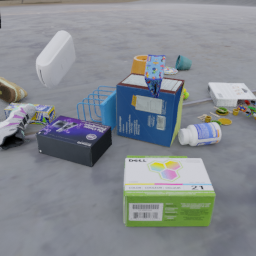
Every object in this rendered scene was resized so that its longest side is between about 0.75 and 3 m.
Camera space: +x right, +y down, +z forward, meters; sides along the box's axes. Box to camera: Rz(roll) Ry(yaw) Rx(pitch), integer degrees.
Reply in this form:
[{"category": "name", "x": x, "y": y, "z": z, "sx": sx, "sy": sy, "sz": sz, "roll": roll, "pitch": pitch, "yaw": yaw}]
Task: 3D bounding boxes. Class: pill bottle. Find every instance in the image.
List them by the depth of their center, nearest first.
[{"category": "pill bottle", "x": 2.294, "y": 0.214, "z": 9.046, "sx": 1.235, "sy": 0.692, "sz": 0.692, "roll": -6, "pitch": 31, "yaw": -11}]

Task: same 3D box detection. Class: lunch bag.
[{"category": "lunch bag", "x": 0.736, "y": -1.323, "z": 7.447, "sx": 0.477, "sy": 1.015, "sz": 0.764, "roll": 5, "pitch": 66, "yaw": 11}]

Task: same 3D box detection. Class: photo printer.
[{"category": "photo printer", "x": -2.525, "y": -2.312, "z": 9.785, "sx": 0.598, "sy": 1.433, "sz": 1.722, "roll": 24, "pitch": 65, "yaw": 8}]

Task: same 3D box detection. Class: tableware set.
[{"category": "tableware set", "x": 3.565, "y": -0.475, "z": 10.682, "sx": 1.641, "sy": 0.252, "sz": 1.105, "roll": -17, "pitch": 34, "yaw": -28}]

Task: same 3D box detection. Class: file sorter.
[{"category": "file sorter", "x": -0.941, "y": -0.680, "z": 10.122, "sx": 1.075, "sy": 1.216, "sz": 1.752, "roll": 7, "pitch": 30, "yaw": 19}]

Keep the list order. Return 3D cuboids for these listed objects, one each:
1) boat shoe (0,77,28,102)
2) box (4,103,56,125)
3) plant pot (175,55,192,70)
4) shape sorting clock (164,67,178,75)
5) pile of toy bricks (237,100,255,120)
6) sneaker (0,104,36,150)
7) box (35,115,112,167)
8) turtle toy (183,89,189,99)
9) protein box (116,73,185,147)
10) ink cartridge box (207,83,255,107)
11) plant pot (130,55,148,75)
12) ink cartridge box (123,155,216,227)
[{"category": "boat shoe", "x": -5.475, "y": -1.777, "z": 12.481, "sx": 2.637, "sy": 0.945, "sz": 1.004, "roll": 30, "pitch": 27, "yaw": 30}, {"category": "box", "x": -3.639, "y": -0.530, "z": 10.473, "sx": 1.720, "sy": 0.553, "sz": 0.603, "roll": 5, "pitch": 31, "yaw": 7}, {"category": "plant pot", "x": 3.125, "y": -3.593, "z": 15.638, "sx": 0.753, "sy": 0.802, "sz": 0.802, "roll": 12, "pitch": 29, "yaw": -8}, {"category": "shape sorting clock", "x": 2.210, "y": -3.164, "z": 15.381, "sx": 1.034, "sy": 0.203, "sz": 1.034, "roll": 0, "pitch": 30, "yaw": 0}, {"category": "pile of toy bricks", "x": 4.797, "y": -0.604, "z": 10.681, "sx": 0.622, "sy": 0.554, "sz": 1.122, "roll": -47, "pitch": 36, "yaw": -2}, {"category": "sneaker", "x": -3.545, "y": 0.049, "z": 9.248, "sx": 1.360, "sy": 0.756, "sz": 1.944, "roll": 27, "pitch": 58, "yaw": 30}, {"category": "box", "x": -1.653, "y": 0.357, "z": 8.765, "sx": 1.926, "sy": 0.760, "sz": 1.360, "roll": 12, "pitch": 35, "yaw": 19}, {"category": "turtle toy", "x": 2.233, "y": -1.445, "z": 12.126, "sx": 0.924, "sy": 0.467, "sz": 0.674, "roll": -11, "pitch": 8, "yaw": -24}, {"category": "protein box", "x": 0.723, "y": -0.643, "z": 9.313, "sx": 1.905, "sy": 1.891, "sz": 1.285, "roll": 12, "pitch": 32, "yaw": 20}, {"category": "ink cartridge box", "x": 4.490, "y": -1.486, "z": 12.282, "sx": 1.621, "sy": 0.407, "sz": 1.868, "roll": 2, "pitch": 30, "yaw": 2}, {"category": "plant pot", "x": 0.756, "y": -2.593, "z": 13.152, "sx": 1.567, "sy": 1.434, "sz": 1.567, "roll": 0, "pitch": 30, "yaw": 0}, {"category": "ink cartridge box", "x": 0.861, "y": 1.144, "z": 7.127, "sx": 1.945, "sy": 0.997, "sz": 2.632, "roll": 0, "pitch": 31, "yaw": 0}]
